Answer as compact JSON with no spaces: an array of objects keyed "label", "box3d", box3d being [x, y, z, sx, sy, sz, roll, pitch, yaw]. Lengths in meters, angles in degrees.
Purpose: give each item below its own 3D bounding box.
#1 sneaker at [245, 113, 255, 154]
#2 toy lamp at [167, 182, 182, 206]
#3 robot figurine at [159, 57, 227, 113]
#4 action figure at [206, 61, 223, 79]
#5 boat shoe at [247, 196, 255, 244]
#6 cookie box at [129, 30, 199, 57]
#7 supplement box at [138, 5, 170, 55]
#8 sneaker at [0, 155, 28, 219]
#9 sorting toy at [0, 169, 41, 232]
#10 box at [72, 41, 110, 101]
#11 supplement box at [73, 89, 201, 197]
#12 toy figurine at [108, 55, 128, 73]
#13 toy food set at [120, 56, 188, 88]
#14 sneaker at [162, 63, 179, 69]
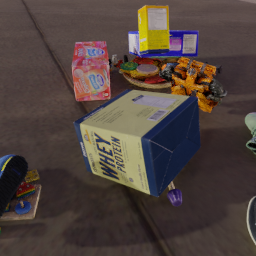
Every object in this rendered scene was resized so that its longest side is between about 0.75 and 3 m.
[{"label":"sneaker","box3d":[3.875,0.151,8.369,1.105,0.689,1.873,-5,37,-19]},{"label":"toy lamp","box3d":[1.059,1.384,6.938,0.367,0.367,1.261,-4,36,-5]},{"label":"robot figurine","box3d":[2.073,-1.316,8.805,2.055,2.834,0.825,23,83,17]},{"label":"action figure","box3d":[3.494,-2.723,12.767,1.500,0.520,0.976,25,48,37]},{"label":"boat shoe","box3d":[2.929,2.226,5.307,1.000,0.834,2.680,5,34,10]},{"label":"cookie box","box3d":[1.464,-3.822,12.639,2.500,1.098,2.923,-3,19,-8]},{"label":"supplement box","box3d":[0.842,-3.205,9.245,0.788,1.449,0.793,-6,12,-17]},{"label":"sneaker","box3d":[-3.064,1.487,6.075,0.854,0.718,2.179,-9,38,31]},{"label":"sorting toy","box3d":[-2.643,1.611,6.615,0.987,0.346,2.047,-2,34,-4]},{"label":"box","box3d":[-1.478,-2.412,11.472,1.358,1.472,2.868,-3,33,-5]},{"label":"supplement box","box3d":[0.319,0.192,7.258,2.290,1.539,2.292,12,35,37]},{"label":"toy figurine","box3d":[-0.461,-2.977,13.063,0.908,0.642,0.922,8,37,21]},{"label":"toy food set","box3d":[1.174,-2.558,12.322,2.895,0.704,2.865,16,38,21]},{"label":"sneaker","box3d":[1.972,-1.916,9.766,1.529,0.576,0.600,-3,78,0]}]
